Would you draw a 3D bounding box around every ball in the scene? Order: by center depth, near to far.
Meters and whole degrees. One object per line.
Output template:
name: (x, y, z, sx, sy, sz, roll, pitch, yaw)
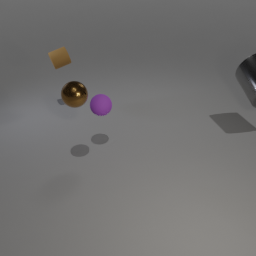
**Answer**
ball: (-1.401, -0.881, 7.347, 0.700, 0.700, 0.700, 0, 30, 0)
ball: (-0.855, -0.725, 8.861, 0.700, 0.700, 0.700, 0, 30, 0)

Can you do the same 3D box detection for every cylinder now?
cylinder: (4.631, -1.623, 9.589, 1.400, 1.400, 1.400, -6, 54, -10)
cylinder: (-2.745, -2.817, 11.275, 0.700, 0.700, 0.700, -26, 36, -10)
